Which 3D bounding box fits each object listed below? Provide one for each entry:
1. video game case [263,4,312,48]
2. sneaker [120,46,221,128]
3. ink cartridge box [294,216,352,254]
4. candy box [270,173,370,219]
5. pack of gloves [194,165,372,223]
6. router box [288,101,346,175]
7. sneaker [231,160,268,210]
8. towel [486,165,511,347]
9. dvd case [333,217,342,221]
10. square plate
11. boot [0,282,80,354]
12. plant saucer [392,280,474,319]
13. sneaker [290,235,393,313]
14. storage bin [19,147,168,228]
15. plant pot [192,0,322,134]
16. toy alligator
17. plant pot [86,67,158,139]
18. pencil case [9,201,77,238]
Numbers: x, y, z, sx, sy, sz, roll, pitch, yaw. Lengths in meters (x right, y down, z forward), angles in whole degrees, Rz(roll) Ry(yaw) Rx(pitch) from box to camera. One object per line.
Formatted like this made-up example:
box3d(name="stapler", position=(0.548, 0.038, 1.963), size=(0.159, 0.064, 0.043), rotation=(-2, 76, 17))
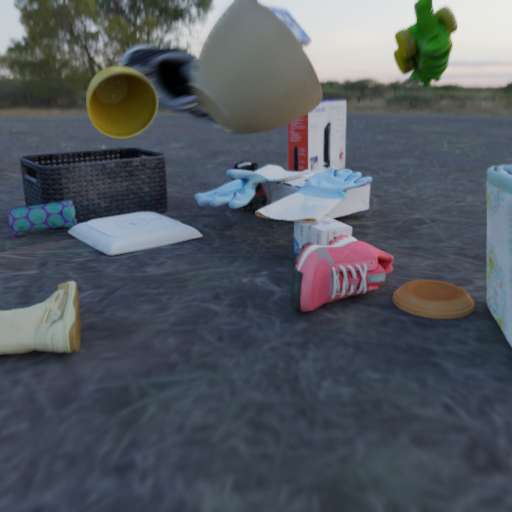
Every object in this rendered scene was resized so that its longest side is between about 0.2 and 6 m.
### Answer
box3d(name="video game case", position=(0.646, -5.160, 12.569), size=(0.953, 0.239, 1.052), rotation=(-22, 72, -48))
box3d(name="sneaker", position=(-0.886, -2.925, 10.066), size=(3.033, 1.145, 1.726), rotation=(11, 16, -20))
box3d(name="ink cartridge box", position=(1.216, -0.294, 10.335), size=(0.672, 0.684, 0.929), rotation=(-10, 21, -26))
box3d(name="candy box", position=(1.509, -1.458, 13.405), size=(1.555, 0.663, 1.854), rotation=(-16, 25, -39))
box3d(name="pack of gloves", position=(0.634, -1.693, 12.118), size=(3.054, 0.717, 3.635), rotation=(8, 24, 29))
box3d(name="router box", position=(1.854, -3.346, 16.815), size=(0.667, 2.451, 2.731), rotation=(9, 21, 30))
box3d(name="sneaker", position=(-0.232, -1.848, 14.356), size=(0.794, 1.097, 2.245), rotation=(-9, 20, -7))
box3d(name="towel", position=(3.321, 0.076, 6.948), size=(0.592, 2.103, 2.457), rotation=(-1, 19, 10))
box3d(name="dvd case", position=(1.307, -1.189, 13.920), size=(1.903, 0.167, 1.357), rotation=(8, 21, 22))
box3d(name="square plate", position=(-2.568, -0.557, 11.784), size=(2.117, 0.304, 2.137), rotation=(-15, 23, -37))
box3d(name="boot", position=(-2.924, 0.803, 7.200), size=(1.259, 0.589, 1.619), rotation=(-5, 23, -16))
box3d(name="plant saucer", position=(2.634, 0.612, 8.338), size=(1.165, 0.218, 1.165), rotation=(-1, 18, 0))
box3d(name="sneaker", position=(1.356, 0.220, 8.433), size=(1.064, 0.904, 2.453), rotation=(12, 21, 29))
box3d(name="storage bin", position=(-3.877, -1.732, 13.576), size=(3.057, 1.433, 2.067), rotation=(-14, 23, -35))
box3d(name="plant pot", position=(-0.155, -2.488, 8.025), size=(1.267, 1.887, 1.887), rotation=(-42, 28, -6))
box3d(name="toy alligator", position=(1.924, -2.179, 6.311), size=(0.585, 0.536, 1.974), rotation=(-26, -13, 8))
box3d(name="plant pot", position=(-1.384, -1.597, 5.578), size=(0.692, 0.692, 0.491), rotation=(-9, 42, -25))
box3d(name="pencil case", position=(-4.504, -0.785, 11.841), size=(1.325, 0.612, 0.564), rotation=(-9, 27, -19))
